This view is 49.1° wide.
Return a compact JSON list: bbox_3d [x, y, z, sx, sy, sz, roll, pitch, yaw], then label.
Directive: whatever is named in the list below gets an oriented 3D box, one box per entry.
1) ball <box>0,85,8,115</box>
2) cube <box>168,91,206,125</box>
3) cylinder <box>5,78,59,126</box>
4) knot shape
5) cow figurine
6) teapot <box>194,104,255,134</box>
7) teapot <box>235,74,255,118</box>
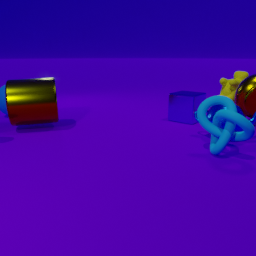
[{"bbox_3d":[-3.478,-0.854,8.505,0.990,0.990,0.990,0,15,0],"label":"ball"},{"bbox_3d":[1.683,-0.607,7.992,0.792,0.792,0.792,12,19,38],"label":"cube"},{"bbox_3d":[-2.386,-0.666,7.082,1.148,1.148,1.148,-5,16,-14],"label":"cylinder"},{"bbox_3d":[1.737,-0.121,5.234,0.514,1.040,1.112,-10,-23,-29],"label":"knot shape"},{"bbox_3d":[3.752,-1.370,9.855,1.332,1.354,0.743,9,8,-41],"label":"cow figurine"},{"bbox_3d":[2.254,-0.225,6.323,1.509,0.739,0.938,4,-16,18],"label":"teapot"},{"bbox_3d":[3.455,-0.950,7.378,1.221,1.964,0.961,30,28,-11],"label":"teapot"}]
